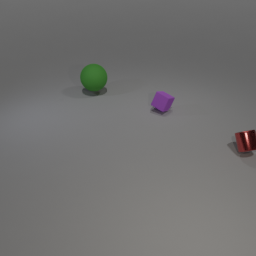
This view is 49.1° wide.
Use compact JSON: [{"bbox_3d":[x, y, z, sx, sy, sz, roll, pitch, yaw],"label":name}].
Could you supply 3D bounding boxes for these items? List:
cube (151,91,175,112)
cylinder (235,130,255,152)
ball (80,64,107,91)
[{"bbox_3d":[1.611,-1.234,12.935,0.700,0.700,0.700,33,23,24],"label":"cube"},{"bbox_3d":[4.218,0.462,9.939,0.700,0.700,0.700,-10,-6,-1],"label":"cylinder"},{"bbox_3d":[-1.762,-2.604,14.459,1.400,1.400,1.400,0,30,0],"label":"ball"}]
